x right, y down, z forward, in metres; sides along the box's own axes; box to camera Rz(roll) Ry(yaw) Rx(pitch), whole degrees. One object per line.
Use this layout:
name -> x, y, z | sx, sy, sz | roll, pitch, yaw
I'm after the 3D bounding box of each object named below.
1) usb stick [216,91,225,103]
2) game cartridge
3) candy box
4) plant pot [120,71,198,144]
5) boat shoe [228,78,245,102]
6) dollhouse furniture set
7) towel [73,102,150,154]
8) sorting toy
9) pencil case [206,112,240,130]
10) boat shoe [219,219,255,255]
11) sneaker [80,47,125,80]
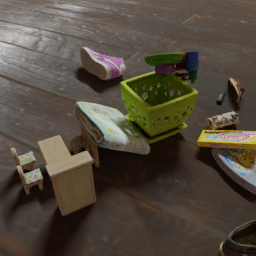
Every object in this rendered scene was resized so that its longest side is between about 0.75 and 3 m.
usb stick -> 4.002, -1.337, 12.056 | 0.251, 0.148, 0.906 | 17, 43, 19
game cartridge -> 3.661, 1.136, 8.879 | 1.321, 0.401, 1.982 | -21, 43, -18
candy box -> 3.370, 0.369, 9.373 | 1.888, 0.249, 0.965 | 1, 27, 27
plant pot -> 1.016, -0.699, 9.956 | 2.005, 1.819, 1.995 | -20, 44, -22
boat shoe -> 4.767, -1.668, 12.144 | 0.592, 0.593, 1.644 | 2, 33, 5
dollhouse furniture set -> -1.960, 0.912, 8.106 | 2.349, 1.664, 2.557 | -19, 43, -22
towel -> -0.569, -0.043, 9.415 | 2.049, 0.576, 2.393 | 11, 27, -41
sorting toy -> 1.723, -2.026, 9.692 | 1.537, 1.050, 2.557 | 4, 13, 40
pencil case -> 3.520, -0.242, 10.439 | 1.271, 0.494, 0.568 | -14, 26, -17
boat shoe -> 3.433, 2.569, 6.709 | 2.619, 0.861, 0.936 | -13, 41, -15
sneaker -> -1.197, -3.241, 13.884 | 1.547, 0.984, 2.714 | -22, 51, -33
